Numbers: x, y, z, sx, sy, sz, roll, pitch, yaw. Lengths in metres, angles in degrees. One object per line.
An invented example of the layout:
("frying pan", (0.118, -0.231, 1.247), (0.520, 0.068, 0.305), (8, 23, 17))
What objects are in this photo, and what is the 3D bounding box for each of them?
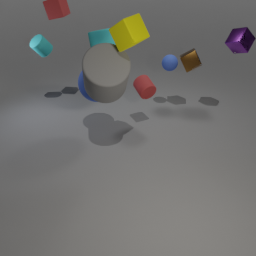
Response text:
("cylinder", (-1.003, -3.742, 12.754), (1.400, 1.400, 1.400), (-9, 18, 3))
("ball", (-1.134, -1.658, 10.319), (1.400, 1.400, 1.400), (0, 30, 0))
("cylinder", (-0.681, -1.643, 8.622), (1.400, 1.400, 1.400), (2, 75, -6))
("cube", (0.035, -2.653, 7.819), (0.700, 0.700, 0.700), (-37, 15, -38))
("cylinder", (-3.751, -3.557, 12.137), (0.700, 0.700, 0.700), (-14, 59, 24))
("cube", (-2.829, -4.791, 11.159), (0.700, 0.700, 0.700), (-4, 32, 18))
("ball", (1.821, -2.831, 12.188), (0.700, 0.700, 0.700), (0, 30, 0))
("cube", (2.685, -2.911, 12.027), (0.700, 0.700, 0.700), (-24, 18, 18))
("cylinder", (0.657, -1.612, 11.028), (0.700, 0.700, 0.700), (-15, 55, -23))
("cube", (4.390, -3.418, 10.970), (0.700, 0.700, 0.700), (34, -7, -31))
